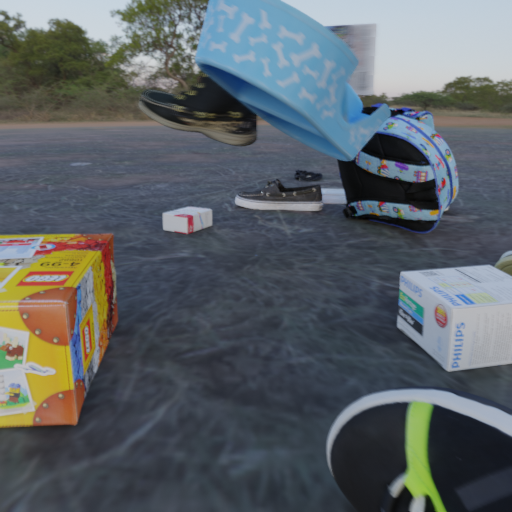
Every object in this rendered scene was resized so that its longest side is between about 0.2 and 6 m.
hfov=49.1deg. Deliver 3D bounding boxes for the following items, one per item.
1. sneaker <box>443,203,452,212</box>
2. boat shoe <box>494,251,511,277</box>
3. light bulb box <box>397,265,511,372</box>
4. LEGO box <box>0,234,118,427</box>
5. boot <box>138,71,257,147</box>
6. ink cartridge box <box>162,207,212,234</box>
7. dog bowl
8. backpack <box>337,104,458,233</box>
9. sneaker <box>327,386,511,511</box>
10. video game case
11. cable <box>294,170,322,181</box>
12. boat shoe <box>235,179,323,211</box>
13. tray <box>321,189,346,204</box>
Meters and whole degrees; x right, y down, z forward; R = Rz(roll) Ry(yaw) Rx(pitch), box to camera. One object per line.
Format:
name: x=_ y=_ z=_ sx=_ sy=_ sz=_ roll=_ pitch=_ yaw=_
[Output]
sneaker: x=3.625 y=-1.712 z=13.776 sx=2.486 sy=1.073 sz=0.999 roll=10 pitch=19 yaw=10
boat shoe: x=4.650 y=0.276 z=7.224 sx=2.889 sy=1.080 sz=0.988 roll=10 pitch=25 yaw=33
light bulb box: x=2.453 y=0.666 z=6.443 sx=1.228 sy=0.766 sz=1.217 roll=-4 pitch=17 yaw=-11
LEGO box: x=-3.199 y=0.640 z=5.711 sx=3.166 sy=1.221 sz=2.357 roll=-1 pitch=17 yaw=-4
boot: x=-0.958 y=-3.046 z=9.846 sx=2.305 sy=1.741 sz=0.832 roll=20 pitch=41 yaw=11
ink cartridge box: x=-1.458 y=-0.771 z=11.975 sx=0.676 sy=0.392 sz=0.915 roll=10 pitch=17 yaw=30
dog bowl: x=0.568 y=-2.481 z=8.327 sx=2.217 sy=0.986 sz=3.977 roll=31 pitch=6 yaw=26
backpack: x=3.070 y=-1.833 z=11.767 sx=1.842 sy=2.499 sz=2.737 roll=-32 pitch=31 yaw=-22
sneaker: x=1.300 y=1.614 z=2.640 sx=1.287 sy=1.114 sz=3.107 roll=-13 pitch=21 yaw=-37
video game case: x=1.955 y=-4.159 z=11.899 sx=0.162 sy=1.408 sz=1.283 roll=-20 pitch=27 yaw=-40
cable: x=1.764 y=-2.717 z=18.748 sx=0.929 sy=0.289 sz=1.138 roll=3 pitch=16 yaw=10
boat shoe: x=0.564 y=-1.560 z=14.011 sx=2.251 sy=0.746 sz=0.787 roll=6 pitch=17 yaw=19
tray: x=2.516 y=-1.613 z=15.089 sx=2.230 sy=0.247 sz=1.197 roll=2 pitch=18 yaw=7
